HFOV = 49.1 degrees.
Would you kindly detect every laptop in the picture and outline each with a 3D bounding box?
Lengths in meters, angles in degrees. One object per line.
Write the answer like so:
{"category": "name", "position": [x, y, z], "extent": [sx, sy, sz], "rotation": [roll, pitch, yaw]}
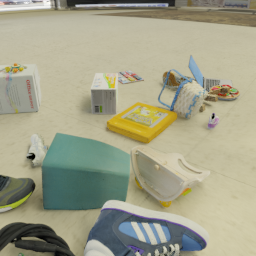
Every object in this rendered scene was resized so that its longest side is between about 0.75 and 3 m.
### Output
{"category": "laptop", "position": [4.228, -2.708, 14.205], "extent": [2.329, 1.350, 2.180], "rotation": [7, 31, 12]}

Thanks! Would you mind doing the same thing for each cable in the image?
{"category": "cable", "position": [-1.886, 2.838, 5.210], "extent": [2.073, 0.645, 2.541], "rotation": [-9, 31, -44]}

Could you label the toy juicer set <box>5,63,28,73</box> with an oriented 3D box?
{"category": "toy juicer set", "position": [-4.551, -2.549, 11.605], "extent": [0.627, 0.268, 0.985], "rotation": [11, 31, 17]}

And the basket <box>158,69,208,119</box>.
{"category": "basket", "position": [2.200, -1.340, 11.649], "extent": [1.845, 1.627, 1.284], "rotation": [35, 39, 20]}

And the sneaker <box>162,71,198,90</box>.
{"category": "sneaker", "position": [2.647, -2.352, 14.334], "extent": [0.898, 0.774, 2.048], "rotation": [-1, 23, -40]}

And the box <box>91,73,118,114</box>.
{"category": "box", "position": [-0.994, -1.588, 12.423], "extent": [1.056, 1.172, 2.083], "rotation": [0, 29, 0]}

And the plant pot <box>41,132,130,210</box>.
{"category": "plant pot", "position": [-1.012, 1.203, 7.369], "extent": [2.082, 1.471, 1.472], "rotation": [7, 30, -1]}

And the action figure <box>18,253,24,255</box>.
{"category": "action figure", "position": [-2.289, 2.957, 5.393], "extent": [0.725, 0.336, 1.227], "rotation": [-1, 26, 5]}

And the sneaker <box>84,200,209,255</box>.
{"category": "sneaker", "position": [0.331, 2.595, 5.590], "extent": [2.434, 0.981, 1.782], "rotation": [16, 48, 6]}

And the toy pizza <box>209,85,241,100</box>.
{"category": "toy pizza", "position": [4.648, -1.782, 13.464], "extent": [1.472, 0.233, 1.472], "rotation": [-1, 33, 1]}

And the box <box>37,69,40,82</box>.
{"category": "box", "position": [-5.631, -2.324, 13.860], "extent": [2.305, 0.693, 1.344], "rotation": [-12, 31, -5]}

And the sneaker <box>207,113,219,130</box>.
{"category": "sneaker", "position": [3.386, -0.382, 10.946], "extent": [0.357, 0.562, 0.985], "rotation": [12, 31, 22]}

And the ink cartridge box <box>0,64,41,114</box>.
{"category": "ink cartridge box", "position": [-5.045, -1.703, 12.096], "extent": [2.311, 1.679, 1.671], "rotation": [-4, 30, -9]}

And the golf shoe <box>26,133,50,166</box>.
{"category": "golf shoe", "position": [-3.013, 0.680, 9.113], "extent": [0.744, 0.599, 1.530], "rotation": [-24, 36, -26]}

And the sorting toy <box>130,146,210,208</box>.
{"category": "sorting toy", "position": [1.315, 1.220, 7.847], "extent": [1.782, 1.058, 1.980], "rotation": [-14, 31, -37]}

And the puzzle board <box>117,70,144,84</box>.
{"category": "puzzle board", "position": [-0.065, -2.895, 15.732], "extent": [1.312, 0.151, 1.741], "rotation": [-13, 32, -22]}

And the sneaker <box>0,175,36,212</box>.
{"category": "sneaker", "position": [-3.777, 1.436, 7.211], "extent": [2.732, 1.106, 1.009], "rotation": [0, 30, 1]}

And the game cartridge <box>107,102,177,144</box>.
{"category": "game cartridge", "position": [0.550, -0.295, 10.989], "extent": [1.980, 0.364, 2.246], "rotation": [19, 34, 30]}

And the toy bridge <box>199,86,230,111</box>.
{"category": "toy bridge", "position": [3.684, -1.349, 12.596], "extent": [2.129, 0.290, 0.716], "rotation": [-32, 30, -29]}
